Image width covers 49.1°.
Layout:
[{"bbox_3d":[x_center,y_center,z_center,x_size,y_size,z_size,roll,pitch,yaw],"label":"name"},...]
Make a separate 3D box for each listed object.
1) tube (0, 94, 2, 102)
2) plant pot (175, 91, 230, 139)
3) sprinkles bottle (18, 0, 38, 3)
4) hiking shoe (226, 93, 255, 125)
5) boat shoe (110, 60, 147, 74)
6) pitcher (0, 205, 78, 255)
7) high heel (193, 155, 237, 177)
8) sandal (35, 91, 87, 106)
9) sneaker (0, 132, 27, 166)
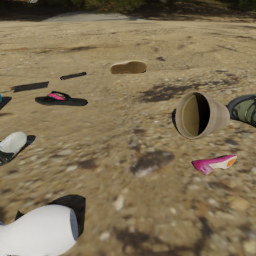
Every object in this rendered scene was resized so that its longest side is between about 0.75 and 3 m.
[{"bbox_3d":[-4.911,-0.482,8.940,1.042,0.678,2.691,-6,30,5],"label":"tube"},{"bbox_3d":[2.229,-0.321,8.011,1.158,1.335,1.335,5,19,-34],"label":"plant pot"},{"bbox_3d":[-2.958,-3.450,6.988,0.486,0.486,1.425,21,27,37],"label":"sprinkles bottle"},{"bbox_3d":[4.160,-0.368,8.234,2.498,0.946,1.258,12,25,22],"label":"hiking shoe"},{"bbox_3d":[0.007,-3.173,14.504,1.905,0.687,0.619,-7,27,-1],"label":"boat shoe"},{"bbox_3d":[-1.415,1.739,4.197,1.255,0.761,1.077,-13,44,-2],"label":"pitcher"},{"bbox_3d":[2.047,0.771,6.561,1.032,0.348,0.495,-26,44,-20],"label":"high heel"},{"bbox_3d":[-2.486,-1.134,10.434,1.976,0.445,0.742,3,26,6],"label":"sandal"},{"bbox_3d":[-3.057,0.575,6.951,0.491,0.487,1.354,-28,15,36],"label":"sneaker"}]
